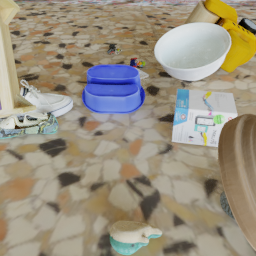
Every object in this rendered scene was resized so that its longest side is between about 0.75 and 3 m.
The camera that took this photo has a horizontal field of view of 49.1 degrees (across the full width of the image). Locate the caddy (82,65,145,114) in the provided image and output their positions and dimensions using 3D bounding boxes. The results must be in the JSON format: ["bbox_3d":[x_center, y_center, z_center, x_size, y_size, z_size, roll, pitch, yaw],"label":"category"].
[{"bbox_3d":[-0.456,-1.143,8.701,1.997,1.048,1.412,2,57,1],"label":"caddy"}]

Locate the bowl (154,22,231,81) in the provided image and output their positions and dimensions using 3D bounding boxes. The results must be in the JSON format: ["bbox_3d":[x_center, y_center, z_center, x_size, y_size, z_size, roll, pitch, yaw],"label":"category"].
[{"bbox_3d":[2.369,-2.596,10.259,2.656,1.194,2.656,-10,50,13],"label":"bowl"}]

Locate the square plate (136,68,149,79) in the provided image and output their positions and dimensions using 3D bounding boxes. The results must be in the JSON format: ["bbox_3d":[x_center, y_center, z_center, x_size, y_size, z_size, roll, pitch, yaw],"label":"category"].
[{"bbox_3d":[0.122,-2.009,10.677,1.020,0.145,1.011,-22,41,-28],"label":"square plate"}]

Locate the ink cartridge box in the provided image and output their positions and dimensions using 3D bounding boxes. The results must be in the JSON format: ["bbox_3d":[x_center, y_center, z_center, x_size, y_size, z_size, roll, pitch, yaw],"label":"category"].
[{"bbox_3d":[1.963,-0.275,7.376,1.477,1.083,1.078,6,35,9],"label":"ink cartridge box"}]

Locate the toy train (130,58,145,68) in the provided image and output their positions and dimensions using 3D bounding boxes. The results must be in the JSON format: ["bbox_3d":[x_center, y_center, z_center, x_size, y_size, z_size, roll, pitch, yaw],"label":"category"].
[{"bbox_3d":[0.457,-2.573,11.103,0.531,0.388,0.917,1,9,-22],"label":"toy train"}]

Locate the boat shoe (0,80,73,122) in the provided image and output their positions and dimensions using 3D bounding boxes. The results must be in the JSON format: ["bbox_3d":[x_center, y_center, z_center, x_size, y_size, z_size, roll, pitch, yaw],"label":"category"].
[{"bbox_3d":[-2.928,-0.864,8.219,2.537,1.082,0.937,-8,36,-12],"label":"boat shoe"}]

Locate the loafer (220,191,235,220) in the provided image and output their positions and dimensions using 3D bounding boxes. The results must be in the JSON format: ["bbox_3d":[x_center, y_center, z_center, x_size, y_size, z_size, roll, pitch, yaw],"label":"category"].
[{"bbox_3d":[2.761,1.608,4.910,0.776,0.838,2.229,-32,45,-31],"label":"loafer"}]

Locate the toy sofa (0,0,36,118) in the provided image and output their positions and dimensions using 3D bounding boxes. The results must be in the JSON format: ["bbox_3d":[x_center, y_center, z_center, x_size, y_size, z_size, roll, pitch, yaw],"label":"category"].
[{"bbox_3d":[-2.740,-1.388,5.723,1.166,2.389,0.989,-6,8,-3],"label":"toy sofa"}]

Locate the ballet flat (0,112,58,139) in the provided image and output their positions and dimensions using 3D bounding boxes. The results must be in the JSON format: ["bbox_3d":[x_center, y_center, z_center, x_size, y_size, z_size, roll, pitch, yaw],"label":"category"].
[{"bbox_3d":[-2.850,-0.138,7.593,1.845,0.685,0.685,-7,36,-9],"label":"ballet flat"}]

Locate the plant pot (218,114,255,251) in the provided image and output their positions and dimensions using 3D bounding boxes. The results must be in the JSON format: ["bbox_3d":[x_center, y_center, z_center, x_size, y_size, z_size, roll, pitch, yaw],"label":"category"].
[{"bbox_3d":[1.596,0.481,2.718,0.696,1.508,1.508,-28,14,41],"label":"plant pot"}]

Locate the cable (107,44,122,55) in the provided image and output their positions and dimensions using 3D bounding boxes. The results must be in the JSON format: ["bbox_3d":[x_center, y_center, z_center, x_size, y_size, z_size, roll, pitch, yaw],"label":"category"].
[{"bbox_3d":[-0.722,-3.594,12.959,0.638,0.330,1.313,-25,27,-5],"label":"cable"}]

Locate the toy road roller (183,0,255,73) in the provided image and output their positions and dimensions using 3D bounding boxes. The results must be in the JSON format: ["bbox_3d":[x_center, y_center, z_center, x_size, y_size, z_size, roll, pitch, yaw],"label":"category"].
[{"bbox_3d":[3.600,-3.436,10.761,2.861,1.758,2.089,25,45,-11],"label":"toy road roller"}]

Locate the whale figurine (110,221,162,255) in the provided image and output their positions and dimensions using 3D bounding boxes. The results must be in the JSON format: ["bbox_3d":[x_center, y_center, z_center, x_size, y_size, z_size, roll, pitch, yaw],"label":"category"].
[{"bbox_3d":[0.127,1.913,4.888,0.936,0.486,0.745,5,2,-31],"label":"whale figurine"}]
